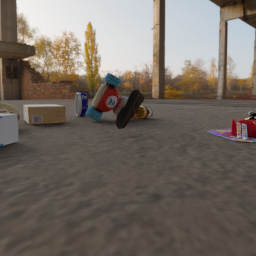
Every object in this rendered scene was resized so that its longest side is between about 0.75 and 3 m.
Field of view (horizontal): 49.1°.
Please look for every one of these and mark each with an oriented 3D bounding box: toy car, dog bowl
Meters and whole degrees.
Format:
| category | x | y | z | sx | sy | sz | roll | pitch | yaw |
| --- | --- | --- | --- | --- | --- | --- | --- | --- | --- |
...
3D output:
| category | x | y | z | sx | sy | sz | roll | pitch | yaw |
| --- | --- | --- | --- | --- | --- | --- | --- | --- | --- |
| toy car | -0.466 | -1.142 | 13.999 | 2.477 | 2.283 | 2.191 | 28 | 5 | -7 |
| dog bowl | -2.701 | -1.361 | 16.168 | 0.533 | 1.354 | 1.354 | 0 | 7 | -21 |

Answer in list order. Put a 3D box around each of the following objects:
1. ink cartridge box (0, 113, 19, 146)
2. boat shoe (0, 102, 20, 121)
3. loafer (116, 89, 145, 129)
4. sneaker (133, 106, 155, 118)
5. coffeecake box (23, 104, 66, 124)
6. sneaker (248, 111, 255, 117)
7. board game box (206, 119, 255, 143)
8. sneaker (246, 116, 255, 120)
| category | x | y | z | sx | sy | sz | roll | pitch | yaw |
| --- | --- | --- | --- | --- | --- | --- | --- | --- | --- |
| ink cartridge box | -4.224 | 0.044 | 7.474 | 1.983 | 0.835 | 1.434 | 2 | 8 | 13 |
| boat shoe | -4.692 | -0.231 | 9.803 | 0.939 | 1.037 | 2.909 | 37 | 13 | 9 |
| loafer | 0.121 | -0.562 | 9.580 | 0.533 | 1.502 | 0.548 | 21 | 19 | -35 |
| sneaker | 0.613 | -0.885 | 15.363 | 0.929 | 0.773 | 2.062 | 5 | 10 | -32 |
| coffeecake box | -4.014 | -0.705 | 13.335 | 1.648 | 0.785 | 2.148 | -4 | 8 | -25 |
| sneaker | 6.998 | -0.671 | 15.105 | 0.977 | 0.393 | 0.422 | -4 | 25 | -2 |
| board game box | 4.054 | -0.041 | 9.182 | 2.312 | 0.570 | 2.926 | -1 | 8 | -9 |
| sneaker | 4.896 | -0.215 | 11.308 | 0.525 | 0.454 | 1.162 | -7 | -3 | 39 |
